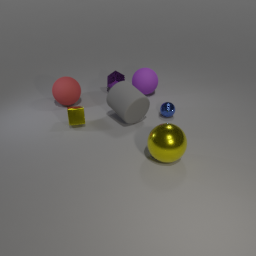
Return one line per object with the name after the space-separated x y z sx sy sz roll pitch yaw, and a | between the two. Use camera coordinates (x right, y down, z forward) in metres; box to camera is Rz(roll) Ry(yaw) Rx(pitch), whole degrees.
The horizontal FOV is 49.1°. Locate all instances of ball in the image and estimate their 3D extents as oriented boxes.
-3.019 -1.826 13.798 1.400 1.400 1.400 0 31 0 | ball
1.818 -0.845 12.831 0.700 0.700 0.700 0 31 0 | ball
1.379 0.521 9.883 1.400 1.400 1.400 0 31 0 | ball
0.905 -2.490 14.874 1.400 1.400 1.400 0 31 0 | ball

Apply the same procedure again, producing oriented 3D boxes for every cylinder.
0.000 -1.127 12.278 1.400 1.400 1.400 -22 50 -32 | cylinder

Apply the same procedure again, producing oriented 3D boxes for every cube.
-0.649 -2.567 15.255 0.700 0.700 0.700 22 55 -39 | cube
-2.250 -0.548 12.166 0.700 0.700 0.700 -6 13 -11 | cube
